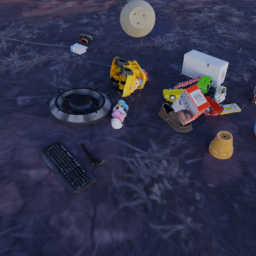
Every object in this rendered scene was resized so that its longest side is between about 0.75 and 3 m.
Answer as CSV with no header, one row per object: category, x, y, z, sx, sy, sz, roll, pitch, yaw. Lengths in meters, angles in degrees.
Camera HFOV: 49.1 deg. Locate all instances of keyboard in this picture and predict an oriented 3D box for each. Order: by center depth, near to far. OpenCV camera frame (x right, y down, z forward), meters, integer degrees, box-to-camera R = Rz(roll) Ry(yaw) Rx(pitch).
keyboard,-1.891,1.114,9.814,1.607,0.260,2.529,-28,49,-29

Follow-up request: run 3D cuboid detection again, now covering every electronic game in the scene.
electronic game,-2.023,-0.968,11.985,2.589,0.539,2.589,2,38,-2

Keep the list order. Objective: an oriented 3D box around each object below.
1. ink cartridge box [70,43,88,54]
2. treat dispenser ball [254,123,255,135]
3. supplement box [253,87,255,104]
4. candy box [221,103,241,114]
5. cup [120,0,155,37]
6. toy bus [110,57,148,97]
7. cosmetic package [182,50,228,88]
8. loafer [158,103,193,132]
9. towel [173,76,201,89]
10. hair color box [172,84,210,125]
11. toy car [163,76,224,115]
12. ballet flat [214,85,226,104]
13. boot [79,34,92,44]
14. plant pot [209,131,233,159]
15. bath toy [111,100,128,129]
ink cartridge box,-2.841,-4.611,16.396,0.939,0.319,0.541,27,47,28
treat dispenser ball,5.310,0.036,10.405,1.127,1.127,1.127,0,41,0
supplement box,6.076,-1.545,12.704,0.630,0.489,1.141,15,43,17
candy box,4.342,-0.829,12.153,0.959,0.127,0.490,-9,39,-11
cup,0.403,-4.246,10.844,1.418,1.418,1.014,-1,19,-2
toy bus,0.217,-2.379,13.267,1.833,1.296,1.910,0,40,-25
cosmetic package,3.760,-2.957,13.862,2.038,1.150,0.827,29,48,31
loafer,1.881,-0.434,11.315,0.635,0.617,1.739,-29,48,-29
towel,2.600,-2.029,12.992,1.385,1.002,0.156,-22,90,-30
hair color box,1.499,-0.536,6.814,0.354,1.109,0.615,-27,79,-12
toy car,3.188,-1.535,12.620,2.719,0.606,2.559,22,45,22
ballet flat,4.120,-1.480,12.558,0.486,0.575,1.522,6,41,23
boot,-2.777,-5.565,17.511,0.926,0.339,0.697,18,43,11
plant pot,3.401,0.555,10.056,0.833,0.763,0.833,0,41,0
bath toy,-0.387,-0.570,11.563,0.608,0.517,1.399,7,42,9
